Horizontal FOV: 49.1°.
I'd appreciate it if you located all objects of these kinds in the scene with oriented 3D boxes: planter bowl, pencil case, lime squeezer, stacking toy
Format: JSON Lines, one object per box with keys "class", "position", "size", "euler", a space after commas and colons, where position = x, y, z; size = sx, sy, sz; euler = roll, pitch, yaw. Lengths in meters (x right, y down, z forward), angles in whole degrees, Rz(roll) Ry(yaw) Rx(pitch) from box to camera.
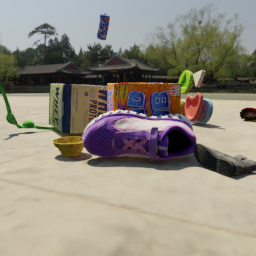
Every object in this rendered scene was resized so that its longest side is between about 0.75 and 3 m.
{"class": "planter bowl", "position": [-1.478, 0.498, 7.253], "size": [0.950, 0.396, 0.950], "euler": [0, 9, 0]}
{"class": "pencil case", "position": [-0.874, -3.529, 9.773], "size": [0.382, 0.880, 0.343], "euler": [22, 29, 16]}
{"class": "lime squeezer", "position": [-3.826, -0.400, 10.464], "size": [2.885, 1.019, 0.544], "euler": [38, -25, -27]}
{"class": "stacking toy", "position": [3.223, -1.413, 13.208], "size": [1.140, 2.444, 2.699], "euler": [9, 5, -17]}

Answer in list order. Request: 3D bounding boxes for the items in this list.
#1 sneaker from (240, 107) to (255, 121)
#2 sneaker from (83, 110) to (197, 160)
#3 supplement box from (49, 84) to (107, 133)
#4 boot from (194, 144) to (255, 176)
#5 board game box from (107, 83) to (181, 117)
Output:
{"class": "sneaker", "position": [6.572, -0.738, 13.453], "size": [2.174, 0.846, 0.893], "euler": [6, 10, 29]}
{"class": "sneaker", "position": [0.388, 0.270, 6.709], "size": [2.897, 1.165, 1.281], "euler": [-2, 20, -11]}
{"class": "supplement box", "position": [-1.558, -0.797, 10.766], "size": [2.485, 1.668, 2.483], "euler": [-1, 8, -27]}
{"class": "boot", "position": [2.098, 0.692, 6.145], "size": [0.817, 0.433, 1.242], "euler": [-2, 24, -29]}
{"class": "board game box", "position": [0.383, -0.410, 8.295], "size": [1.831, 1.831, 1.832], "euler": [-2, 9, -9]}
